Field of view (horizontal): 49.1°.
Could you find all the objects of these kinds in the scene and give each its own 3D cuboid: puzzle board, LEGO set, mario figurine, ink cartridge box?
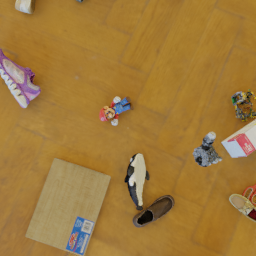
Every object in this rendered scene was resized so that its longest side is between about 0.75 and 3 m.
[{"bbox_3d":[-2.135,2.826,10.174,2.224,0.257,2.951,18,81,2],"label":"puzzle board"},{"bbox_3d":[4.474,-0.909,10.579,0.950,0.716,1.235,0,80,0],"label":"LEGO set"},{"bbox_3d":[-0.430,-0.632,10.533,1.376,0.729,0.849,-28,80,-7],"label":"mario figurine"},{"bbox_3d":[4.479,0.274,10.076,1.768,1.283,0.737,-34,84,-6],"label":"ink cartridge box"}]

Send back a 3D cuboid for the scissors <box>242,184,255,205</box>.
[{"bbox_3d":[4.842,2.021,10.357,0.647,0.123,1.769,30,84,7],"label":"scissors"}]

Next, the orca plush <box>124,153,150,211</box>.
[{"bbox_3d":[0.233,1.970,10.248,1.067,0.721,2.028,-4,82,-46],"label":"orca plush"}]

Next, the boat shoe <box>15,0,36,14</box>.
[{"bbox_3d":[-4.141,-5.809,11.380,0.782,0.834,2.262,6,81,-5],"label":"boat shoe"}]

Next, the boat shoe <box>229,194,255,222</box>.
[{"bbox_3d":[4.282,2.887,9.993,1.397,0.464,0.517,34,99,6],"label":"boat shoe"}]

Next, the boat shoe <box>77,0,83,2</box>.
[{"bbox_3d":[-1.699,-5.802,11.571,0.410,0.491,1.373,38,88,6],"label":"boat shoe"}]

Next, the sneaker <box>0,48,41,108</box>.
[{"bbox_3d":[-4.210,-2.036,10.714,1.110,1.010,2.511,-33,86,-12],"label":"sneaker"}]

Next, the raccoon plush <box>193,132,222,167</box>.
[{"bbox_3d":[2.331,0.596,7.555,0.810,1.210,0.585,-11,55,-31],"label":"raccoon plush"}]

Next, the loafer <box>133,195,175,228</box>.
[{"bbox_3d":[0.956,3.014,9.945,1.710,0.607,0.625,-35,82,-6],"label":"loafer"}]
